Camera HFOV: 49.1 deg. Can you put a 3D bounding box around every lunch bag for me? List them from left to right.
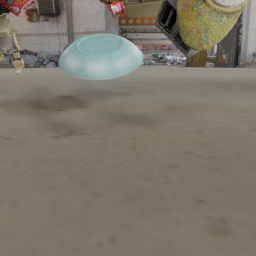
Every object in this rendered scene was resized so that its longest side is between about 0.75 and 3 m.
[{"bbox_3d":[-2.083,-2.615,4.188,0.701,1.507,1.711,-41,11,-5],"label":"lunch bag"},{"bbox_3d":[-0.584,-4.784,10.093,0.582,1.420,1.251,-20,10,5],"label":"lunch bag"}]

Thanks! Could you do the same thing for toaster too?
[{"bbox_3d":[2.167,-3.850,9.932,1.268,1.932,2.137,-36,-12,-23],"label":"toaster"}]

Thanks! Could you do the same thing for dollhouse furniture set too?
[{"bbox_3d":[-3.196,-2.025,7.200,0.683,1.319,0.584,-4,50,-3],"label":"dollhouse furniture set"}]

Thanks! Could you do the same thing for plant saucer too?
[{"bbox_3d":[-0.844,-2.381,8.642,2.646,0.509,2.646,-1,41,0],"label":"plant saucer"}]

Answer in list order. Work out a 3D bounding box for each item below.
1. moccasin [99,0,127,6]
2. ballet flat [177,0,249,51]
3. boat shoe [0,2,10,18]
[{"bbox_3d":[-0.547,-3.818,8.268,1.156,0.446,0.423,7,43,18],"label":"moccasin"},{"bbox_3d":[1.289,-2.124,3.066,0.903,2.555,0.903,24,9,-4],"label":"ballet flat"},{"bbox_3d":[-2.635,-3.060,5.930,0.934,1.037,2.934,14,62,11],"label":"boat shoe"}]
